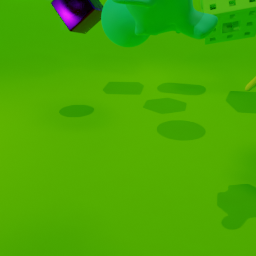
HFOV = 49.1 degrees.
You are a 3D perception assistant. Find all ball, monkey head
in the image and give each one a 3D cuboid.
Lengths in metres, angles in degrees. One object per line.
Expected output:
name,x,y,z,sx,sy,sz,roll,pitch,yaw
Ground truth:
ball,0.008,-2.306,5.944,1.145,1.145,1.145,0,27,0
monkey head,0.501,-1.510,3.168,1.069,0.895,1.486,30,64,28

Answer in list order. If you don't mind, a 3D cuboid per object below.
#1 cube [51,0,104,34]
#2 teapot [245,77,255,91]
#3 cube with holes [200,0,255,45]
cube,-1.523,-3.812,8.920,1.089,1.089,1.089,-34,2,22
teapot,2.792,-1.355,4.660,2.076,1.291,1.017,-41,-3,-10
cube with holes,2.721,-3.329,7.598,1.370,1.370,1.370,-6,-16,14
